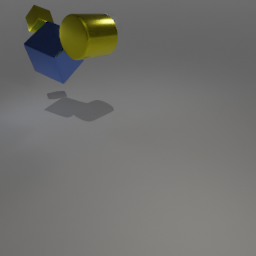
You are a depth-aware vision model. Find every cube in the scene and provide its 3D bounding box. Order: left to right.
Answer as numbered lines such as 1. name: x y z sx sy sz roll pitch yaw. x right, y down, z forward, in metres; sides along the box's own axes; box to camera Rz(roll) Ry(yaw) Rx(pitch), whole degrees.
1. cube: -3.318 -4.032 10.543 0.700 0.700 0.700 1 62 -50
2. cube: -2.664 -2.773 10.317 1.400 1.400 1.400 26 63 15

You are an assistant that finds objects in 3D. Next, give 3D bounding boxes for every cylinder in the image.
1. cylinder: -1.292 -3.047 9.308 1.400 1.400 1.400 23 31 33
